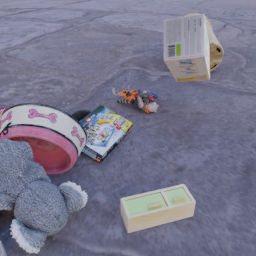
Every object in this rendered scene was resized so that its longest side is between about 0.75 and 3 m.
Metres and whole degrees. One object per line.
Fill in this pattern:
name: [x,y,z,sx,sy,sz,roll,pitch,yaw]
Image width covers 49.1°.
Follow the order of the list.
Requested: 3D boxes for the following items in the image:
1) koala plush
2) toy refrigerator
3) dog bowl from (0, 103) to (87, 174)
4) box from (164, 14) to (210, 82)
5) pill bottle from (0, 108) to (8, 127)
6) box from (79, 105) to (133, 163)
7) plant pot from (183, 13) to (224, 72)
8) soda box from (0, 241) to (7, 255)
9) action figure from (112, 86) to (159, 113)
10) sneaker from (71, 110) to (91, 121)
koala plush: [-2.604,1.801,7.254,2.640,2.426,2.341,34,46,23]
toy refrigerator: [0.816,2.195,7.814,1.953,0.683,0.741,-9,35,-14]
dog bowl: [-2.725,0.495,8.770,2.735,2.735,1.008,2,51,3]
box: [2.220,-2.749,10.207,1.334,1.480,2.631,-1,-9,20]
pill bottle: [-5.276,-0.213,10.987,2.031,1.147,1.147,0,34,0]
box: [-1.050,0.135,10.727,1.619,0.447,2.370,30,41,13]
plant pot: [4.146,-4.774,16.598,2.996,2.996,2.742,-8,45,-11]
soda box: [-4.298,2.915,6.560,2.775,0.880,0.947,9,35,14]
action figure: [0.576,-1.303,13.096,2.106,1.139,2.177,30,15,28]
sneaker: [-2.420,-0.016,11.183,2.246,0.674,1.171,-15,36,-13]
